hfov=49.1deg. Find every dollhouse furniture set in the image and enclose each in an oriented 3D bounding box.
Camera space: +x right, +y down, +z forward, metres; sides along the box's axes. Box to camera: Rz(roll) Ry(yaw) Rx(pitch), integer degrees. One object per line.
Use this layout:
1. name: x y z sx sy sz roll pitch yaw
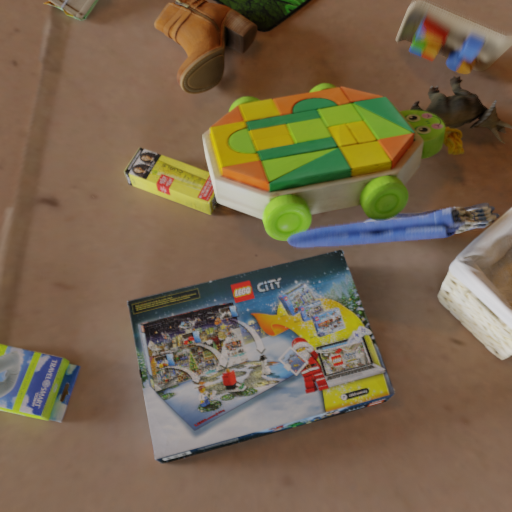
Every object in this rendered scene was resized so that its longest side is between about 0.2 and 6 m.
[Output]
1. dollhouse furniture set: -3.277 -5.709 11.373 1.128 0.871 2.257 33 88 7

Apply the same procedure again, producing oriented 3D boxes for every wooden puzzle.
1. wooden puzzle: 3.353 -3.661 9.690 1.799 1.666 0.416 21 94 5

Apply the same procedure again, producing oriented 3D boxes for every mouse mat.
1. mouse mat: -0.108 -6.101 11.698 3.251 0.122 2.616 41 71 17

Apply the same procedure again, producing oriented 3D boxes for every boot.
1. boot: -1.214 -3.975 10.235 1.688 0.834 2.174 31 67 13

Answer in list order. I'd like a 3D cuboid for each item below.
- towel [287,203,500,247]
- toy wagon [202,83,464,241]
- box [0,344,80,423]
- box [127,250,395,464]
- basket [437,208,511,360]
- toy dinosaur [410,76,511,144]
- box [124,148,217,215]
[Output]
1. towel: 1.900 -0.412 7.351 2.023 2.755 0.328 -5 93 33
2. toy wagon: 1.238 -1.719 8.579 3.986 0.789 3.092 -12 44 -5
3. box: -3.260 1.735 7.745 1.396 0.333 0.851 10 65 6
4. box: 0.004 1.327 7.779 3.202 0.603 2.187 -13 65 -6
5. basket: 3.829 0.227 7.904 2.202 1.358 1.492 -35 69 -17
6. toy dinosaur: 3.232 -2.448 9.475 2.054 0.791 1.051 -4 40 -3
7. box: -1.326 -1.223 9.147 1.545 0.387 0.581 22 66 10
